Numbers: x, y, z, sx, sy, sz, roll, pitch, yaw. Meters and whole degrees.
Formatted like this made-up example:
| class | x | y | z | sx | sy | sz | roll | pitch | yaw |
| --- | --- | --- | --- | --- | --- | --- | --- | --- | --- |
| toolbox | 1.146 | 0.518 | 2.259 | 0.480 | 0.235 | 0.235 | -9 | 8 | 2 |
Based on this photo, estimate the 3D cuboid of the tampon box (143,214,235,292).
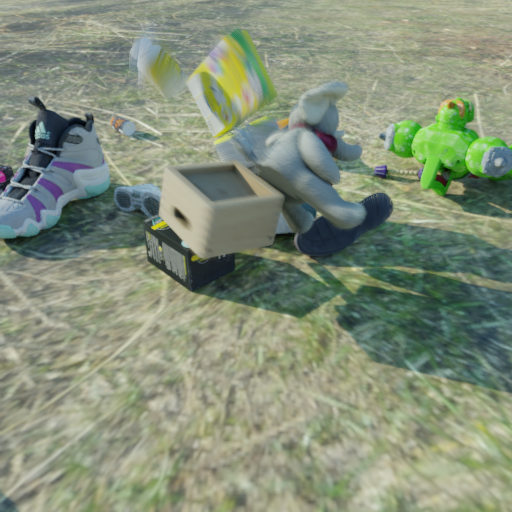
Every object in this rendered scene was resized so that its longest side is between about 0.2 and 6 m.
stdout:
| class | x | y | z | sx | sy | sz | roll | pitch | yaw |
| --- | --- | --- | --- | --- | --- | --- | --- | --- | --- |
| tampon box | -1.182 | -0.180 | 9.891 | 1.021 | 0.860 | 1.363 | -27 | 41 | -35 |

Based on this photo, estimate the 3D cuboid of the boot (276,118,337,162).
| class | x | y | z | sx | sy | sz | roll | pitch | yaw |
| --- | --- | --- | --- | --- | --- | --- | --- | --- | --- |
| boot | 1.284 | -3.133 | 14.558 | 2.533 | 0.891 | 1.813 | 12 | 35 | 26 |

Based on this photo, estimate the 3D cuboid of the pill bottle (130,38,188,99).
| class | x | y | z | sx | sy | sz | roll | pitch | yaw |
| --- | --- | --- | --- | --- | --- | --- | --- | --- | --- |
| pill bottle | -1.805 | -3.475 | 10.339 | 1.055 | 0.591 | 0.591 | 47 | 38 | -7 |

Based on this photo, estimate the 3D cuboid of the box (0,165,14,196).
| class | x | y | z | sx | sy | sz | roll | pitch | yaw |
| --- | --- | --- | --- | --- | --- | --- | --- | --- | --- |
| box | -5.789 | -1.431 | 12.000 | 0.639 | 0.736 | 1.114 | 15 | 35 | 29 |

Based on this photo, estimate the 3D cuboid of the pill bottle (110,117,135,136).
| class | x | y | z | sx | sy | sz | roll | pitch | yaw |
| --- | --- | --- | --- | --- | --- | --- | --- | --- | --- |
| pill bottle | -3.817 | -3.700 | 15.910 | 0.421 | 0.421 | 0.793 | -26 | 40 | -35 |

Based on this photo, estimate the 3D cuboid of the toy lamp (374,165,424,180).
| class | x | y | z | sx | sy | sz | roll | pitch | yaw |
| --- | --- | --- | --- | --- | --- | --- | --- | --- | --- |
| toy lamp | 3.382 | -1.979 | 13.278 | 1.135 | 0.330 | 0.330 | 5 | 33 | 6 |

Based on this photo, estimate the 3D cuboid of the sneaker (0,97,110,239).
| class | x | y | z | sx | sy | sz | roll | pitch | yaw |
| --- | --- | --- | --- | --- | --- | --- | --- | --- | --- |
| sneaker | -4.382 | -1.970 | 11.314 | 1.316 | 2.368 | 3.385 | 12 | 34 | 18 |

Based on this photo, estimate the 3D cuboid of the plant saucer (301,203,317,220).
| class | x | y | z | sx | sy | sz | roll | pitch | yaw |
| --- | --- | --- | --- | --- | --- | --- | --- | --- | --- |
| plant saucer | 0.798 | -0.919 | 11.134 | 0.915 | 0.915 | 0.165 | 15 | 13 | 22 |

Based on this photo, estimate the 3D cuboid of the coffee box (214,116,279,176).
| class | x | y | z | sx | sy | sz | roll | pitch | yaw |
| --- | --- | --- | --- | --- | --- | --- | --- | --- | --- |
| coffee box | -0.026 | -1.931 | 10.992 | 1.242 | 1.228 | 1.240 | -26 | 15 | 1 |

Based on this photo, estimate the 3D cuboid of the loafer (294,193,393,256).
| class | x | y | z | sx | sy | sz | roll | pitch | yaw |
| --- | --- | --- | --- | --- | --- | --- | --- | --- | --- |
| loafer | 1.613 | -0.561 | 10.639 | 2.074 | 0.745 | 0.653 | -26 | 6 | -12 |

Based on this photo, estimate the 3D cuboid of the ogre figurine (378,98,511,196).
| class | x | y | z | sx | sy | sz | roll | pitch | yaw |
| --- | --- | --- | --- | --- | --- | --- | --- | --- | --- |
| ogre figurine | 4.609 | -2.340 | 12.488 | 2.472 | 2.023 | 4.123 | -8 | 44 | -46 |

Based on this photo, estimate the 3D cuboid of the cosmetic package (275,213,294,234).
| class | x | y | z | sx | sy | sz | roll | pitch | yaw |
| --- | --- | --- | --- | --- | --- | --- | --- | --- | --- |
| cosmetic package | 0.144 | -0.764 | 10.890 | 1.311 | 0.667 | 0.486 | -4 | 15 | -4 |

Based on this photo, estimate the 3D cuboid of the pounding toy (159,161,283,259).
| class | x | y | z | sx | sy | sz | roll | pitch | yaw |
| --- | --- | --- | --- | --- | --- | --- | --- | --- | --- |
| pounding toy | -0.616 | -0.745 | 9.069 | 1.610 | 1.243 | 1.749 | -12 | 39 | -35 |

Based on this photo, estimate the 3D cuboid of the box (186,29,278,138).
| class | x | y | z | sx | sy | sz | roll | pitch | yaw |
| --- | --- | --- | --- | --- | --- | --- | --- | --- | --- |
| box | -0.433 | -3.096 | 10.109 | 0.523 | 1.268 | 2.162 | -30 | 7 | -27 |

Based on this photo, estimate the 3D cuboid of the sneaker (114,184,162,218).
| class | x | y | z | sx | sy | sz | roll | pitch | yaw |
| --- | --- | --- | --- | --- | --- | --- | --- | --- | --- |
| sneaker | -2.161 | -1.225 | 11.802 | 1.657 | 0.646 | 0.823 | 20 | 34 | 27 |

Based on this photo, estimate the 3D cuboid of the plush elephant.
| class | x | y | z | sx | sy | sz | roll | pitch | yaw |
| --- | --- | --- | --- | --- | --- | --- | --- | --- | --- |
| plush elephant | 0.914 | -1.737 | 9.301 | 1.852 | 2.392 | 1.970 | -49 | 11 | -17 |
